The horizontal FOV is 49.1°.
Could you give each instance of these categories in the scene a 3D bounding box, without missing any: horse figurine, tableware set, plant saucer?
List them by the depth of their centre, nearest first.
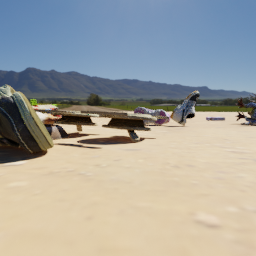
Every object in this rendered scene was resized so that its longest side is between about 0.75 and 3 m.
[{"bbox_3d":[-2.201,0.076,6.133,1.764,0.283,1.764,-1,3,0],"label":"plant saucer"},{"bbox_3d":[-0.624,-0.076,6.343,2.726,0.546,1.802,4,2,35],"label":"tableware set"},{"bbox_3d":[-3.279,-0.363,9.721,1.522,0.573,2.296,10,2,36],"label":"horse figurine"}]

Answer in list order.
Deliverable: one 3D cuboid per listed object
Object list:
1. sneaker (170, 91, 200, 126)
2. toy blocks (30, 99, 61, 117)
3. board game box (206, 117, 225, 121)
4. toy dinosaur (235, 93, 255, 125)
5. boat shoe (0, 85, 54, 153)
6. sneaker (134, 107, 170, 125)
[{"bbox_3d":[2.267,-0.701,10.410,0.706,1.610,0.609,39,-22,13],"label":"sneaker"},{"bbox_3d":[-3.962,-0.661,12.823,2.126,1.062,1.453,-5,17,-39],"label":"toy blocks"},{"bbox_3d":[4.611,-0.492,14.781,0.826,0.170,0.824,0,4,3],"label":"board game box"},{"bbox_3d":[5.178,-0.692,10.836,2.362,1.240,2.144,3,9,-31],"label":"toy dinosaur"},{"bbox_3d":[-2.008,-0.081,4.599,0.882,0.959,2.684,-32,30,-20],"label":"boat shoe"},{"bbox_3d":[0.965,-0.431,10.994,1.668,0.671,0.737,10,6,40],"label":"sneaker"}]
